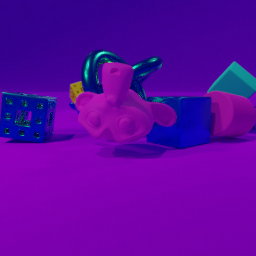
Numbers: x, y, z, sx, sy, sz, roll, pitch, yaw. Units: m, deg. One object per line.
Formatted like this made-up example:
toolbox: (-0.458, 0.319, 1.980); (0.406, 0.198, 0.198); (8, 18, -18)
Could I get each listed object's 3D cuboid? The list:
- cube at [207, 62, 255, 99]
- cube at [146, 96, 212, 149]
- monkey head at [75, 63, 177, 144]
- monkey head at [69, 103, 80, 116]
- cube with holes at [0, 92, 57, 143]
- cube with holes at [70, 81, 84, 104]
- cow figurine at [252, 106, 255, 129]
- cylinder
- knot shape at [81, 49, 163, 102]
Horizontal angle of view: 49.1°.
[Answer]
cube: (2.896, -1.122, 7.709); (0.895, 0.895, 0.895); (42, 37, 4)
cube: (0.928, -0.152, 5.177); (0.857, 0.857, 0.857); (-6, 10, -38)
monkey head: (-0.120, -0.375, 4.254); (1.723, 1.240, 1.038); (10, 18, 11)
monkey head: (-0.904, -0.329, 6.978); (1.139, 0.820, 0.686); (36, 59, 20)
cube with holes: (-1.920, -0.233, 5.477); (0.816, 0.816, 0.816); (8, 7, -4)
cube with holes: (-1.572, -1.149, 10.033); (0.768, 0.768, 0.768); (-21, -20, -22)
cow figurine: (2.984, -0.276, 6.816); (1.339, 0.735, 1.318); (0, 3, -31)
cylinder: (1.913, -0.255, 5.518); (0.848, 0.848, 0.848); (4, 4, -39)
knot shape: (-0.172, -0.666, 5.802); (1.951, 1.826, 0.902); (-17, 45, -35)
